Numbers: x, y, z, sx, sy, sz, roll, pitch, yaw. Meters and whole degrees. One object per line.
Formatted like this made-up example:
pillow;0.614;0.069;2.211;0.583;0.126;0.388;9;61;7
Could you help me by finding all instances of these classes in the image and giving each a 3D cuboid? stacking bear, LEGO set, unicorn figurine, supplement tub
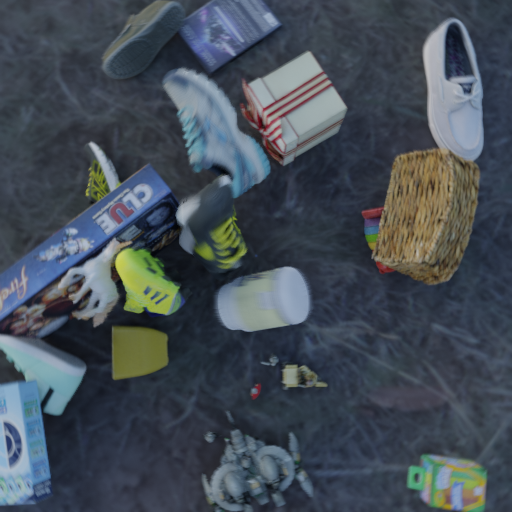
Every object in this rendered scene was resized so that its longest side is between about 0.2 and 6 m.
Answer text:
stacking bear;2.615;-0.314;11.375;0.801;0.750;1.320;-13;94;-31
LEGO set;0.077;3.646;10.700;2.290;0.999;3.526;9;83;1
unicorn figurine;-2.637;0.406;9.281;0.612;1.658;1.138;36;59;14
supplement tub;0.131;0.864;10.768;1.498;1.086;1.086;-13;82;28

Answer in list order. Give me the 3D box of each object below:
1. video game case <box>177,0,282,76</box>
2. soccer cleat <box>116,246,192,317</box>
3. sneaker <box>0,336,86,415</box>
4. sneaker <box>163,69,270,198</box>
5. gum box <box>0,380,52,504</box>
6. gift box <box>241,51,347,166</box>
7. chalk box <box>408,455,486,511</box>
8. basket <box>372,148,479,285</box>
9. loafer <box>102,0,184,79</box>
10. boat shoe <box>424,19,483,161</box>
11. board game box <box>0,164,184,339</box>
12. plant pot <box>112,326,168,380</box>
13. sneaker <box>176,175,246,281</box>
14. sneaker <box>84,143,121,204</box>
video game case;-0.615;-5.014;12.258;1.931;0.183;1.380;-36;84;-3
soccer cleat;-1.961;0.627;10.041;1.166;2.787;0.901;-36;75;-2
sneaker;-4.569;2.278;10.992;2.206;0.812;1.301;26;93;9
sneaker;-0.911;-2.322;10.913;1.205;1.084;2.792;-48;110;-19
gum box;-4.805;3.548;10.602;1.804;0.473;2.123;-14;83;25
gift box;0.661;-2.958;11.227;1.643;1.759;1.623;-32;79;-3
chalk box;3.587;4.321;10.708;1.300;0.805;0.809;7;82;0
basket;3.530;-0.692;10.638;1.712;1.640;2.298;21;78;-32
loafer;-2.476;-4.656;12.002;2.129;0.801;0.741;-43;57;-5
boat shoe;4.211;-3.440;11.626;1.055;1.004;2.931;-2;83;0
board game box;-3.041;0.083;10.357;3.831;2.595;0.663;-38;81;-4
plant pot;-2.250;1.861;10.987;1.026;1.003;0.996;-1;82;-10
sneaker;-0.639;-0.428;10.228;1.127;3.026;1.280;-40;83;-14
sneaker;-3.211;-1.468;11.535;0.773;0.681;1.827;-26;83;-3
